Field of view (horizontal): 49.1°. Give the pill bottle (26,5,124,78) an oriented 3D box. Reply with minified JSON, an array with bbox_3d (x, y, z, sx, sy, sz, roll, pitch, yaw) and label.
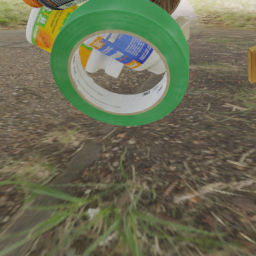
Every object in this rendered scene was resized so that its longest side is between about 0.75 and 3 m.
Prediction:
[{"bbox_3d":[-1.295,-2.530,7.988,2.724,1.513,1.513,25,22,-8],"label":"pill bottle"}]

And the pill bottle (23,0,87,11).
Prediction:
[{"bbox_3d":[-0.917,-2.506,4.414,1.940,1.030,1.030,-4,19,31],"label":"pill bottle"}]

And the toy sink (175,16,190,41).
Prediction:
[{"bbox_3d":[1.738,-3.256,9.458,0.531,0.814,0.456,-43,64,-8],"label":"toy sink"}]

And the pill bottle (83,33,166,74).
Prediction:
[{"bbox_3d":[0.078,-2.160,6.835,2.209,1.238,1.238,22,12,-30],"label":"pill bottle"}]

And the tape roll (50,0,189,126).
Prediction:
[{"bbox_3d":[-0.129,-1.023,4.831,2.322,2.322,0.558,4,48,9],"label":"tape roll"}]

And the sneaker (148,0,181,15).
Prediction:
[{"bbox_3d":[0.869,-3.700,8.266,0.915,2.597,0.981,27,-5,19],"label":"sneaker"}]

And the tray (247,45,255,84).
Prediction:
[{"bbox_3d":[3.395,-1.678,7.224,0.543,1.101,0.204,-24,48,6],"label":"tray"}]
